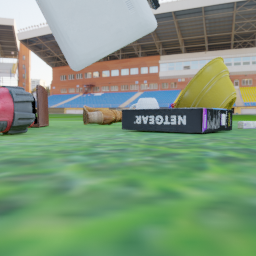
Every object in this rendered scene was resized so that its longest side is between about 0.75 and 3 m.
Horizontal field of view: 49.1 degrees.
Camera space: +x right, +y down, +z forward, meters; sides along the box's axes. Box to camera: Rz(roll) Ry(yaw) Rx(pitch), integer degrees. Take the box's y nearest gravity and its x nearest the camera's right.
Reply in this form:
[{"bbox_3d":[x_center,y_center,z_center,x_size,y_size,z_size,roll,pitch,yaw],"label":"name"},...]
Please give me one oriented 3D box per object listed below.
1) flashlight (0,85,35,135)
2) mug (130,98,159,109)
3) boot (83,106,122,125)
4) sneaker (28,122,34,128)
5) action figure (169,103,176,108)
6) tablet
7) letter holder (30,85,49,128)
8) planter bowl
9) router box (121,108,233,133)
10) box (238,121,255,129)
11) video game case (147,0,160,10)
[{"bbox_3d":[-2.794,-0.292,4.240,0.885,0.889,2.615,-1,0,44],"label":"flashlight"},{"bbox_3d":[0.461,-0.430,8.337,1.015,0.890,0.749,1,2,32],"label":"mug"},{"bbox_3d":[-1.205,-0.654,13.787,1.902,0.939,2.449,-3,5,-18],"label":"boot"},{"bbox_3d":[-3.264,-0.226,7.523,1.483,0.524,0.724,1,-1,-26],"label":"sneaker"},{"bbox_3d":[1.305,-0.359,8.554,0.806,0.637,2.464,-11,-4,-16],"label":"action figure"},{"bbox_3d":[-0.789,-2.429,4.609,1.664,2.557,0.175,-26,6,7],"label":"tablet"},{"bbox_3d":[-3.477,-0.771,9.890,1.041,1.471,2.070,0,2,-7],"label":"letter holder"},{"bbox_3d":[2.270,-0.691,7.706,0.962,2.309,2.309,41,21,24],"label":"planter bowl"},{"bbox_3d":[1.078,-0.180,6.233,2.004,0.512,1.495,2,2,40],"label":"router box"},{"bbox_3d":[3.736,-0.094,8.440,1.077,0.208,0.223,-1,2,-31],"label":"box"},{"bbox_3d":[-0.125,-3.819,6.860,2.149,0.204,1.535,47,-3,45],"label":"video game case"}]
